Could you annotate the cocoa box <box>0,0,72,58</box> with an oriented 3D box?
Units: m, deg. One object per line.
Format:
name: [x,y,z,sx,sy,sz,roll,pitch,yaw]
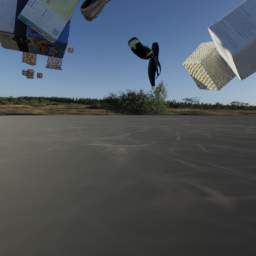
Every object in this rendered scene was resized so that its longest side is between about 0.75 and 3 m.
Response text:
cocoa box: [-2.235,-3.258,7.001,1.662,2.533,1.689,6,-1,-17]

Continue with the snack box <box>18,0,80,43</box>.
snack box: [-1.609,-2.677,6.050,0.849,1.462,0.271,33,-21,-26]

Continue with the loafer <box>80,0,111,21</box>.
loafer: [-0.607,-3.010,6.236,0.463,1.289,0.405,34,2,21]

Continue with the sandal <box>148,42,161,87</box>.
sandal: [1.074,-2.508,10.844,0.391,1.826,0.694,2,-14,20]

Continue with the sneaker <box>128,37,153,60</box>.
sneaker: [0.328,-1.775,6.662,0.354,0.409,0.988,-37,-27,24]

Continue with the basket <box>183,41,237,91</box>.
basket: [2.541,-1.895,8.644,0.984,1.213,1.224,-42,20,-5]

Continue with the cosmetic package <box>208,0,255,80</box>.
cosmetic package: [2.988,-2.204,6.823,1.432,1.180,1.181,-33,-35,17]

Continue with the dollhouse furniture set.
dollhouse furniture set: [-3.282,-2.708,11.459,1.814,1.547,0.886,8,3,5]
